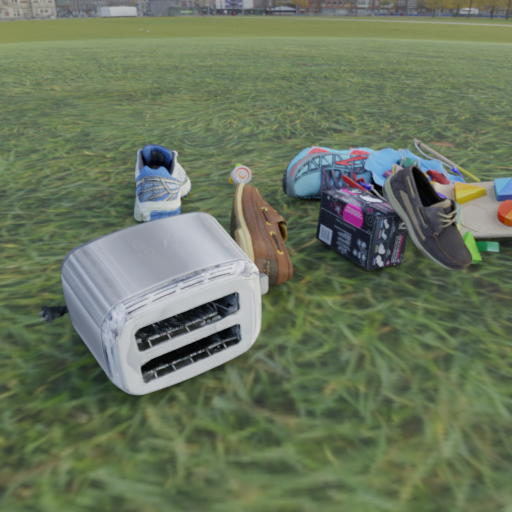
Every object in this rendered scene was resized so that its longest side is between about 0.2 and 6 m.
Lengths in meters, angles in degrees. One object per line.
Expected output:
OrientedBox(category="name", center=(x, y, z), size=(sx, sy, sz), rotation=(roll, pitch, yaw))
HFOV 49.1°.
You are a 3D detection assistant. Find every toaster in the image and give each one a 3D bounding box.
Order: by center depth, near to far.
OrientedBox(category="toaster", center=(-1.256, 0.582, 7.321), size=(2.816, 1.600, 1.819), rotation=(-18, 34, -27))

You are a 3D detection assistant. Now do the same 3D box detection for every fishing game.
OrientedBox(category="fishing game", center=(3.646, -1.685, 12.208), size=(2.626, 0.570, 3.668), rotation=(42, 43, 23))

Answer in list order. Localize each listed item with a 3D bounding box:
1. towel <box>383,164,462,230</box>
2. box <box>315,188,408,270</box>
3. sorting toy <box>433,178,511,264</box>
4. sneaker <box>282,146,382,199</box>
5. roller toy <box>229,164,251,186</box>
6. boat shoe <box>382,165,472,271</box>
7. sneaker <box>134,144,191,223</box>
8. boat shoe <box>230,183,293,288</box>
OrientedBox(category="towel", center=(3.151, -1.001, 10.485), size=(1.665, 0.190, 1.196), rotation=(33, 43, -2))
OrientedBox(category="box", center=(1.913, -0.518, 10.114), size=(0.883, 1.016, 1.538), rotation=(-9, 27, -29))
OrientedBox(category="sorting toy", center=(4.475, -0.741, 10.638), size=(2.049, 0.408, 2.772), rotation=(1, 38, 14))
OrientedBox(category="sneaker", center=(1.989, -1.812, 12.580), size=(2.898, 1.149, 1.384), rotation=(-14, 32, -24))
OrientedBox(category="roller toy", center=(-0.366, -1.849, 13.109), size=(0.452, 0.496, 0.346), rotation=(26, -14, -12))
OrientedBox(category="boat shoe", center=(2.804, -0.611, 8.933), size=(0.717, 0.706, 1.925), rotation=(-33, 81, -34))
OrientedBox(category="sneaker", center=(-2.089, -1.896, 12.504), size=(1.216, 1.344, 3.155), rotation=(-3, 26, -7))
OrientedBox(category="boat shoe", center=(0.047, -0.366, 9.926), size=(0.986, 1.051, 2.921), rotation=(3, 33, -6))
